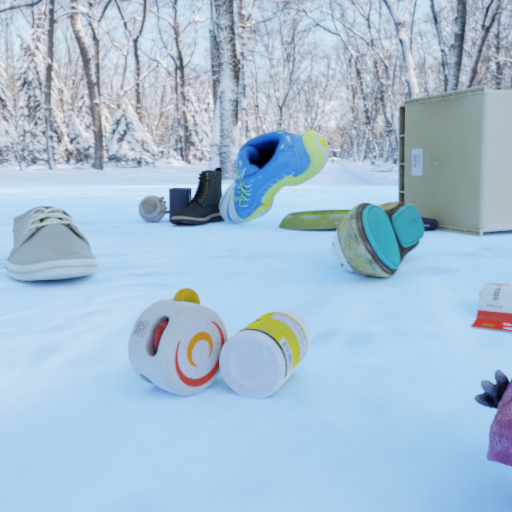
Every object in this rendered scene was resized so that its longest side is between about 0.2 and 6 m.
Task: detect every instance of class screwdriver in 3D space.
[{"bbox_3d":[2.834,-0.736,12.109,2.339,0.340,0.326,4,42,-12],"label":"screwdriver"}]

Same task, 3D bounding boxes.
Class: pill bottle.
[{"bbox_3d":[0.101,0.599,3.646,0.423,0.423,0.760,4,10,22],"label":"pill bottle"}]

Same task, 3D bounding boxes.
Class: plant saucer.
[{"bbox_3d":[1.550,-0.878,13.103,2.087,0.324,2.087,-4,7,0],"label":"plant saucer"}]

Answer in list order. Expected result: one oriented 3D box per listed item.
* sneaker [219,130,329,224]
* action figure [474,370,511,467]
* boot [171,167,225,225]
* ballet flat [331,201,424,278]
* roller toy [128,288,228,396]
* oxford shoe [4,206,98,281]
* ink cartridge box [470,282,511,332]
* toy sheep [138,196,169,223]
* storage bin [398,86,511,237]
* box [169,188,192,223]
[{"bbox_3d":[-0.091,-1.885,12.725,1.806,1.302,3.439,7,-32,-45],"label":"sneaker"},{"bbox_3d":[1.451,0.861,1.871,0.924,1.027,1.379,-38,43,-17],"label":"action figure"},{"bbox_3d":[-1.459,-1.492,13.906,0.778,1.390,2.009,3,9,24],"label":"boot"},{"bbox_3d":[1.548,-0.197,7.601,1.024,1.024,2.897,4,11,26],"label":"ballet flat"},{"bbox_3d":[-0.494,0.549,3.479,0.421,0.602,0.549,7,24,40],"label":"roller toy"},{"bbox_3d":[-2.809,-0.213,7.574,1.099,0.844,2.923,-1,10,-24],"label":"oxford shoe"},{"bbox_3d":[2.447,0.465,5.057,0.862,0.266,1.062,4,7,29],"label":"ink cartridge box"},{"bbox_3d":[-2.628,-1.187,14.279,0.774,0.774,1.123,0,-11,-2],"label":"toy sheep"},{"bbox_3d":[4.546,-2.082,12.532,1.413,3.015,2.993,-6,11,-21],"label":"storage bin"},{"bbox_3d":[-1.978,-1.335,14.642,0.515,0.863,0.878,1,9,0],"label":"box"}]
